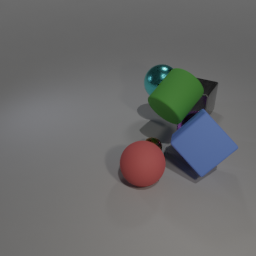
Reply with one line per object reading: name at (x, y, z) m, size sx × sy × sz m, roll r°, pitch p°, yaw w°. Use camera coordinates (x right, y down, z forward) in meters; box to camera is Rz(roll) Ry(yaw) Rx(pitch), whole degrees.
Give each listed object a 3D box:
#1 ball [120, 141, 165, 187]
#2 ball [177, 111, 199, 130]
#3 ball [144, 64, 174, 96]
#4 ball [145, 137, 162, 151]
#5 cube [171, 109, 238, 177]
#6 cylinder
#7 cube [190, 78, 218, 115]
ball at (0.446, 1.089, 8.606) m, size 1.400 × 1.400 × 1.400 m, roll 0°, pitch 32°, yaw 0°
ball at (2.483, 0.067, 10.214) m, size 1.400 × 1.400 × 1.400 m, roll 0°, pitch 32°, yaw 0°
ball at (1.327, -1.801, 11.060) m, size 1.400 × 1.400 × 1.400 m, roll 0°, pitch 32°, yaw 0°
ball at (0.860, 0.671, 9.929) m, size 0.700 × 0.700 × 0.700 m, roll 0°, pitch 32°, yaw 0°
cube at (2.335, 0.411, 8.821) m, size 1.400 × 1.400 × 1.400 m, roll 47°, pitch 14°, yaw 1°
cylinder at (1.638, -1.088, 9.675) m, size 1.400 × 1.400 × 1.400 m, roll 30°, pitch 75°, yaw 38°
cube at (2.948, -1.246, 12.193) m, size 1.400 × 1.400 × 1.400 m, roll 18°, pitch 40°, yaw 26°
